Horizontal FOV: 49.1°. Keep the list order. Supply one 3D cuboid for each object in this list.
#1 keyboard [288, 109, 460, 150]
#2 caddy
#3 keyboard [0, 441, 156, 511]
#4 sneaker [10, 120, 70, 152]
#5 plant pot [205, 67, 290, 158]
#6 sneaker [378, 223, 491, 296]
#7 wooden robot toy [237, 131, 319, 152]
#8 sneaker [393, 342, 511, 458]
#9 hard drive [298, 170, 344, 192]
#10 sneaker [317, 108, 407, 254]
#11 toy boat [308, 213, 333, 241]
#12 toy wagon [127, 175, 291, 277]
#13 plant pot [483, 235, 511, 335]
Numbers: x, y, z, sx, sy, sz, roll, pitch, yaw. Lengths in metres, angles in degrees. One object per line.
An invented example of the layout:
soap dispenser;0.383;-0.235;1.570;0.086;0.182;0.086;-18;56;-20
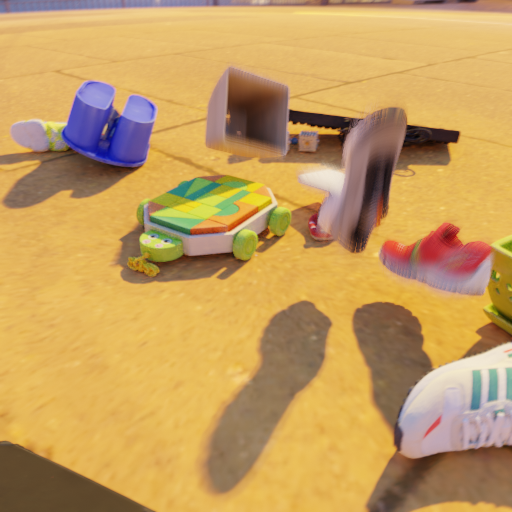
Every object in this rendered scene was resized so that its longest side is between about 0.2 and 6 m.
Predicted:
keyboard;2.980;-3.310;15.355;4.779;0.947;2.487;8;15;6
caddy;-3.714;-3.236;14.322;2.142;1.591;3.031;18;26;-15
keyboard;-1.509;2.933;4.730;4.114;0.815;2.141;14;10;24
sneaker;-5.428;-3.269;15.237;2.194;0.831;1.153;6;17;-3
plant pot;-0.328;-2.936;12.191;1.555;1.557;1.378;8;-8;-31
sneaker;2.629;-0.044;8.187;0.837;0.923;2.173;10;6;-24
wooden robot toy;0.295;-3.559;15.090;2.822;1.280;1.243;16;33;26
sneaker;2.702;1.746;6.290;2.446;0.861;1.144;-14;27;-28
hard drive;1.675;-1.518;11.654;0.931;0.185;1.411;-15;26;-32
sneaker;1.717;-1.073;8.341;0.902;2.441;0.968;-10;48;-25
toy boat;1.272;-0.645;10.826;0.485;0.485;0.742;-2;30;-4
toy wagon;-1.058;-0.654;10.660;2.606;0.665;3.359;19;35;29
plant pot;4.207;0.520;7.963;1.467;1.332;1.460;-17;34;-26
